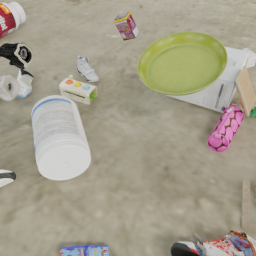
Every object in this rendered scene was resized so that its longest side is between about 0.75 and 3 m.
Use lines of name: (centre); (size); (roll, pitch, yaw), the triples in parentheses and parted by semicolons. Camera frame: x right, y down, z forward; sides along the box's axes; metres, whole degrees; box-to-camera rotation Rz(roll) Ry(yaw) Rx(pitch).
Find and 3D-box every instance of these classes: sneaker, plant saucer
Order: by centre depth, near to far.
sneaker: (2.201, 2.993, 6.793); (2.192, 0.732, 1.175); (13, 31, 17)
sneaker: (-4.261, 1.843, 8.096); (2.084, 0.768, 0.834); (-20, 64, -14)
plant saucer: (1.709, -2.014, 8.973); (2.806, 0.436, 2.806); (-9, 53, 12)
sneaker: (-4.438, -1.934, 11.888); (0.698, 0.692, 1.926); (-46, 34, 17)
sneaker: (-1.826, -2.633, 12.416); (0.538, 0.823, 1.431); (-31, 53, -27)

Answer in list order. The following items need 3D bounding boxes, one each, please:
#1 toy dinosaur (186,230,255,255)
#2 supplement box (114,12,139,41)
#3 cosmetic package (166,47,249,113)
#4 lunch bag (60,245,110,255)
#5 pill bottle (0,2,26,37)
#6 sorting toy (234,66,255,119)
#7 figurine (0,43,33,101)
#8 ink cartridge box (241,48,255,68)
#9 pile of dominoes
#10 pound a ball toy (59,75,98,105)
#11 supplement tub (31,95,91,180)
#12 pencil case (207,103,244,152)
toy dinosaur: (1.572, 3.151, 5.869); (2.462, 2.713, 1.424); (-3, 40, -29)
supplement box: (-0.042, -3.908, 10.803); (0.591, 0.903, 0.466); (0, 48, 36)
cosmetic package: (3.221, -2.196, 11.451); (2.512, 1.544, 2.504); (21, 49, 20)
lunch bag: (-0.944, 3.361, 6.654); (1.294, 0.609, 0.974); (0, 42, -17)
pill bottle: (-6.964, -5.790, 15.087); (1.528, 1.528, 2.704); (25, 50, 23)
sorting toy: (4.282, -1.046, 10.090); (0.301, 2.047, 1.513); (-11, 24, 39)
figurine: (-3.374, -1.519, 7.252); (1.462, 0.645, 1.499); (11, 76, 25)
ink cartridge box: (5.600, -3.311, 13.275); (0.577, 0.574, 0.787); (-17, 47, -16)
pile of dominoes: (3.885, 2.274, 7.995); (1.264, 0.258, 1.621); (11, 54, 10)
pound a ball toy: (-2.041, -1.742, 11.605); (1.663, 0.706, 1.084); (20, 48, 18)
supplement tub: (-2.189, 0.243, 8.957); (1.610, 1.610, 2.440); (-12, 45, -12)
pencil case: (3.401, -0.025, 9.763); (0.835, 0.862, 1.841); (22, 50, 22)
